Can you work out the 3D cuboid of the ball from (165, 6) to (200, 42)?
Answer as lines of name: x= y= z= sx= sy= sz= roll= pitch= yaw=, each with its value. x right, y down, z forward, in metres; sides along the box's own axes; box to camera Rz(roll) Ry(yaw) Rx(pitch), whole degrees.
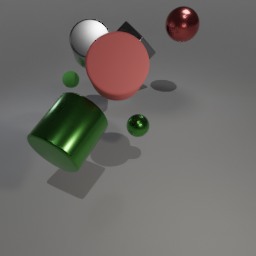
ball: x=2.248 y=-4.283 z=11.604 sx=1.400 sy=1.400 sz=1.400 roll=0 pitch=33 yaw=0

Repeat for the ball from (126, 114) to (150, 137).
ball: x=0.303 y=-0.075 z=8.505 sx=0.700 sy=0.700 sz=0.700 roll=0 pitch=33 yaw=0

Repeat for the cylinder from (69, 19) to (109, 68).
cylinder: x=-1.326 y=-2.966 z=10.118 sx=1.400 sy=1.400 sz=1.400 roll=-3 pitch=-4 yaw=-4

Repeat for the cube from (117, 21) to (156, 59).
cube: x=0.106 y=-3.587 z=12.607 sx=1.400 sy=1.400 sz=1.400 roll=53 pitch=14 yaw=30

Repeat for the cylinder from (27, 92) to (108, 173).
cylinder: x=-1.411 y=0.109 z=6.716 sx=1.400 sy=1.400 sz=1.400 roll=17 pitch=59 yaw=25

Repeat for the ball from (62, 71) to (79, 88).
ball: x=-2.373 y=-2.017 z=11.630 sx=0.700 sy=0.700 sz=0.700 roll=0 pitch=33 yaw=0

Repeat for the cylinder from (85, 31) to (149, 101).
cylinder: x=-0.260 y=-1.412 z=6.741 sx=1.400 sy=1.400 sz=1.400 roll=-2 pitch=1 yaw=-3
